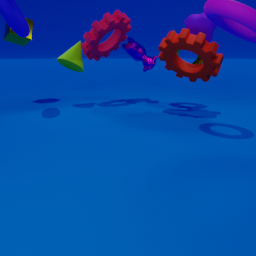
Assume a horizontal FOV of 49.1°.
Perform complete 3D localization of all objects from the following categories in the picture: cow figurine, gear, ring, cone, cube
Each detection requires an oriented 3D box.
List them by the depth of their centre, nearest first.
[{"bbox_3d":[2.406,-2.304,6.080,1.662,0.332,1.662,26,15,-8],"label":"ring"},{"bbox_3d":[-3.371,-3.392,7.998,0.336,1.678,1.678,-28,17,0],"label":"ring"},{"bbox_3d":[2.346,-3.235,8.335,1.351,1.329,0.741,10,60,16],"label":"cow figurine"},{"bbox_3d":[1.946,-2.233,8.867,2.004,0.371,2.004,24,-19,9],"label":"gear"},{"bbox_3d":[2.226,-2.706,10.338,1.597,1.597,0.295,9,1,29],"label":"gear"},{"bbox_3d":[-0.792,-3.392,10.443,0.380,2.056,2.056,51,33,11],"label":"gear"},{"bbox_3d":[-1.982,-2.821,10.556,1.058,1.062,1.058,20,-8,3],"label":"cone"},{"bbox_3d":[-4.205,-3.751,10.768,0.819,0.819,0.819,10,-13,-38],"label":"cube"},{"bbox_3d":[0.493,-2.989,11.441,1.436,0.788,1.413,31,18,-35],"label":"cow figurine"}]
